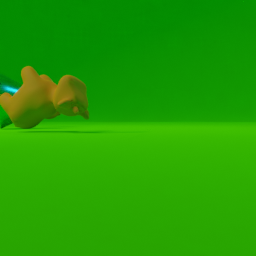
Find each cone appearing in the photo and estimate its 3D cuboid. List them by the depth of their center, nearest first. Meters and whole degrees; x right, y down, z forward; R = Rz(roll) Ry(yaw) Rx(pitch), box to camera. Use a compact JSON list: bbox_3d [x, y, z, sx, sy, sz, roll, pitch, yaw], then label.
[{"bbox_3d":[-2.661,-0.703,7.529,1.442,1.436,1.436,-1,2,-23],"label":"cone"}]

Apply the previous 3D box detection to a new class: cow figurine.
[{"bbox_3d":[-1.477,-0.428,5.064,1.497,1.521,0.835,50,10,25],"label":"cow figurine"}]

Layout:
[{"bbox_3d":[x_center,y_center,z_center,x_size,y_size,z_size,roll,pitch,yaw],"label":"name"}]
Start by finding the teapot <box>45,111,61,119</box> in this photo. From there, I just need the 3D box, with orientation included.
[{"bbox_3d":[-2.897,-0.869,10.189,0.859,1.091,1.754,23,-17,35],"label":"teapot"}]
